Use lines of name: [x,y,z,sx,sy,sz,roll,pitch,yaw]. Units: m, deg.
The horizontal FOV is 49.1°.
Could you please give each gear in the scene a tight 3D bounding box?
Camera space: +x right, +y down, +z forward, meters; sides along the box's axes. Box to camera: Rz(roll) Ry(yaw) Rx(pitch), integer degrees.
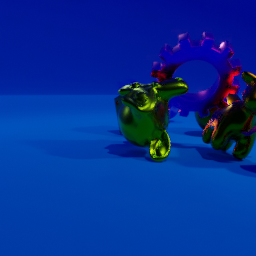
gear: [1.258,-0.944,5.271,1.630,1.630,0.301,1,39,11]

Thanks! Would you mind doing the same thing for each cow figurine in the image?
cow figurine: [1.943,-0.253,4.780,0.837,1.500,1.524,23,6,-3]

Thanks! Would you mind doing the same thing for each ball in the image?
ball: [2.358,-0.419,7.268,1.230,1.230,1.230,0,7,0]

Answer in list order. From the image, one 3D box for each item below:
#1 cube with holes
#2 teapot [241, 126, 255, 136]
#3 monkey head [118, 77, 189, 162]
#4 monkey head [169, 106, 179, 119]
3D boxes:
cube with holes: [0.346,-0.465,7.486,0.989,0.989,0.989,-7,-7,-28]
teapot: [2.178,0.256,4.041,0.714,0.562,1.148,-27,51,-30]
monkey head: [0.479,-0.286,5.191,1.378,1.154,1.915,-18,30,-2]
monkey head: [1.417,-0.857,10.680,1.543,1.110,0.930,-22,2,-9]
